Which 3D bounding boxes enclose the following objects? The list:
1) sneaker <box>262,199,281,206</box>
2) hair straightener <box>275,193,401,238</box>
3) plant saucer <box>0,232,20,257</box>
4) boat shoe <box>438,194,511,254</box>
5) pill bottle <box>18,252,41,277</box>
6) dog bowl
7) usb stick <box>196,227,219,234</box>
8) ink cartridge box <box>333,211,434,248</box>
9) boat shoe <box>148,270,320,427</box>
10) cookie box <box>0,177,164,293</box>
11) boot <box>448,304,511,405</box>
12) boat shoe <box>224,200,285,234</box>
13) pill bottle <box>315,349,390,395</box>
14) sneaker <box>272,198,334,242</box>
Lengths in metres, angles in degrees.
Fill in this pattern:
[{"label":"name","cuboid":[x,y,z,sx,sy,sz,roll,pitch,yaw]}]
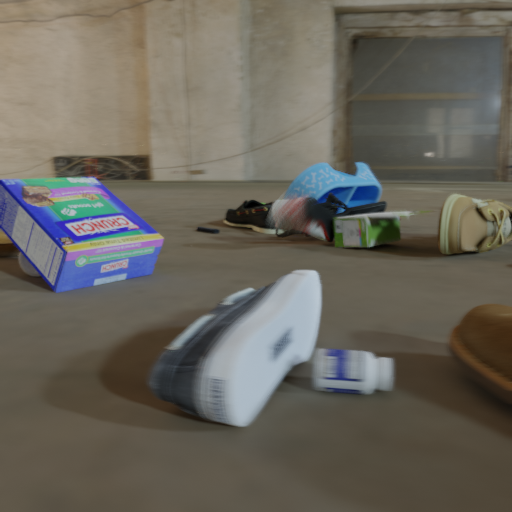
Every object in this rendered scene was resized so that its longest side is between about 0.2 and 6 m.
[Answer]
[{"label":"sneaker","cuboid":[0.250,-1.146,15.301,0.755,0.692,1.802,-14,6,-28]},{"label":"hair straightener","cuboid":[1.764,-0.883,12.898,3.124,0.639,1.202,-11,46,-23]},{"label":"plant saucer","cuboid":[-4.597,-0.225,10.636,1.728,0.306,1.728,0,10,0]},{"label":"boat shoe","cuboid":[4.238,-0.609,10.472,0.993,1.107,2.991,8,14,36]},{"label":"pill bottle","cuboid":[-3.268,-0.024,8.779,0.536,0.536,1.009,0,10,0]},{"label":"dog bowl","cuboid":[2.014,-1.462,14.203,3.009,1.677,0.746,-8,47,-41]},{"label":"usb stick","cuboid":[-1.168,-0.620,13.493,0.206,0.121,0.744,-9,13,-41]},{"label":"ink cartridge box","cuboid":[2.511,-0.529,10.973,1.629,0.617,1.204,1,8,45]},{"label":"boat shoe","cuboid":[-0.059,0.624,4.540,0.757,0.801,2.233,5,18,22]},{"label":"cookie box","cuboid":[-2.625,-0.401,8.263,1.929,0.725,1.650,39,30,29]},{"label":"boot","cuboid":[2.527,0.577,3.298,1.217,1.248,3.307,-7,10,-25]},{"label":"boat shoe","cuboid":[-0.050,-1.044,14.186,0.899,0.770,2.458,-6,10,-30]},{"label":"pill bottle","cuboid":[0.725,0.873,4.209,0.539,0.323,0.323,3,10,10]},{"label":"sneaker","cuboid":[0.933,-0.708,11.127,0.915,0.570,1.707,-1,-16,26]}]
